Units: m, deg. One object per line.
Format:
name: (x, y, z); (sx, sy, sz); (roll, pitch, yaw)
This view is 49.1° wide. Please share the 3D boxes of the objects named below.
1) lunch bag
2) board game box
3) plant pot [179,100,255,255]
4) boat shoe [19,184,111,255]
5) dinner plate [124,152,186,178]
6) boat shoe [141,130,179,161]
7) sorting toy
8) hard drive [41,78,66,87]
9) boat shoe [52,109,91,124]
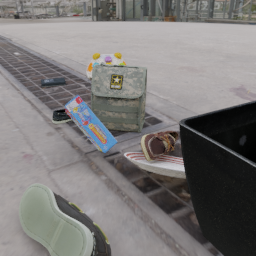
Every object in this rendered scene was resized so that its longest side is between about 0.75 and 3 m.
lunch bag: (-0.305, -1.159, 10.180); (1.920, 2.341, 1.377); (6, 26, 9)
board game box: (-1.126, -0.076, 8.172); (0.468, 1.674, 1.639); (-41, 6, -10)
plant pot: (2.804, 1.232, 5.069); (2.907, 2.585, 2.914); (-14, 30, -26)
boat shoe: (-1.373, 1.944, 5.665); (2.662, 0.949, 0.802); (21, -11, 47)
dinner plate: (1.096, 0.992, 7.364); (2.462, 0.298, 2.462); (9, 1, 0)
boat shoe: (1.014, 0.419, 8.206); (0.749, 0.750, 2.080); (-22, -4, 25)
sorting toy: (-1.036, -3.116, 15.819); (2.514, 1.343, 2.263); (-5, 46, -9)
hard drive: (-4.083, -2.507, 15.323); (1.270, 0.209, 0.887); (-8, 27, -15)
boat shoe: (-2.233, -0.663, 11.184); (1.693, 0.561, 0.633); (-16, 30, -29)
